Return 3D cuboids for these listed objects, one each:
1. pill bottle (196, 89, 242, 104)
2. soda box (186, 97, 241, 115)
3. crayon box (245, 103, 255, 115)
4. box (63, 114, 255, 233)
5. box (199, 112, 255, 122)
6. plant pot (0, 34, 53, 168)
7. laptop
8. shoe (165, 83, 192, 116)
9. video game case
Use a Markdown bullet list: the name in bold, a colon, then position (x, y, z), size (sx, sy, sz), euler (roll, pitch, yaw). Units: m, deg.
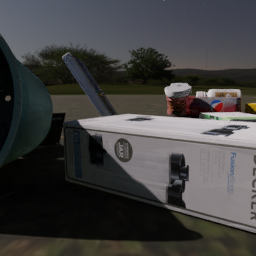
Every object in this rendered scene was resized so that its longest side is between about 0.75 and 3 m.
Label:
- **pill bottle**: position (4.247, -1.270, 13.244), size (1.967, 1.125, 1.125), euler (2, 8, 10)
- **soda box**: position (3.583, -0.970, 12.283), size (2.517, 0.798, 0.881), euler (3, 7, 30)
- **crayon box**: position (5.866, -0.772, 11.858), size (1.307, 0.536, 2.080), euler (8, 12, 44)
- **box**: position (0.644, 0.321, 3.347), size (2.587, 0.778, 1.509), euler (5, 10, 34)
- **box**: position (3.326, -0.235, 8.775), size (1.492, 0.376, 2.068), euler (-1, 7, -9)
- **plant pot**: position (-2.063, -0.276, 3.750), size (2.148, 2.148, 2.103), euler (0, 0, 2)
- **laptop**: position (-2.067, 0.016, 5.713), size (1.241, 0.723, 1.400), euler (-4, 9, -29)
- **shoe**: position (2.009, -1.055, 11.131), size (0.979, 1.246, 2.740), euler (2, 14, 12)
- **video game case**: position (-0.812, -0.852, 7.354), size (0.248, 2.246, 2.045), euler (-33, 7, 3)
